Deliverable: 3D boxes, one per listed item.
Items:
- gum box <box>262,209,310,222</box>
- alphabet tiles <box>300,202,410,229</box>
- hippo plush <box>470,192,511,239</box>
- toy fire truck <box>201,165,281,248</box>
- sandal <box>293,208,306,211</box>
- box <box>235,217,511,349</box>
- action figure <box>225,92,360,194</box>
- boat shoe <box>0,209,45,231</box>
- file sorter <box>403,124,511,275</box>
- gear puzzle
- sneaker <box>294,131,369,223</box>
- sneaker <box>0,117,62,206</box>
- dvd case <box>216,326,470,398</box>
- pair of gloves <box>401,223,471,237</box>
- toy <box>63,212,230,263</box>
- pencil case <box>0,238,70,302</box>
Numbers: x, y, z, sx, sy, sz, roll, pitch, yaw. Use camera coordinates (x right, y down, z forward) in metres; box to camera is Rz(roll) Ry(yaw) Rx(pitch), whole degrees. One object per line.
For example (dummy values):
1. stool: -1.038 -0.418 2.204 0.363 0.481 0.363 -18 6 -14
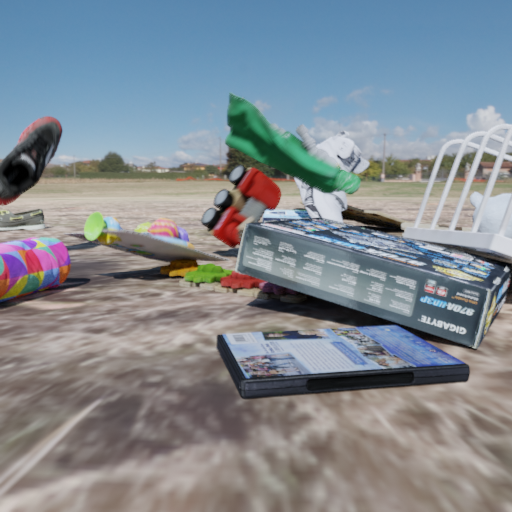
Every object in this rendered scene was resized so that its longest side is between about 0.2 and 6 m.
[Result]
1. gum box: 1.141 -0.856 14.465 1.894 0.496 2.229 2 10 2
2. alphabet tiles: 2.830 -1.118 15.581 2.618 0.100 3.146 14 0 -31
3. hippo plush: 5.016 -0.580 9.981 2.480 1.976 1.994 11 -33 -44
4. toy fire truck: -0.133 -0.750 9.410 1.001 1.369 1.555 33 1 -38
5. sandal: 0.996 -1.200 16.434 0.747 0.448 1.988 9 26 26
6. box: 1.271 0.122 5.742 2.354 0.542 1.871 16 13 26
7. action figure: 0.661 -1.798 9.769 2.599 0.711 1.535 34 -17 13
8. boat shoe: -6.835 -0.991 15.522 1.947 0.582 0.696 -7 11 -44
9. file sorter: 3.267 -0.619 6.735 1.799 1.614 2.592 18 2 -5
10. gear puzzle: -0.194 0.201 7.497 2.692 0.353 1.394 5 10 37
11. sneaker: 1.774 -1.653 12.453 1.562 2.717 1.021 -32 -41 19
12. sneaker: -3.865 -1.678 9.588 0.658 1.862 0.910 43 -27 -29
13. dvd case: 0.563 0.747 4.164 1.595 0.140 1.138 -1 8 -12
14. pair of gloves: 4.060 -0.436 12.320 1.721 0.355 2.024 5 11 13
15. toy: -1.435 -0.273 7.772 1.187 0.487 2.062 -2 -9 36
16. pencil case: -2.849 0.149 6.366 0.739 0.739 1.672 2 5 15
